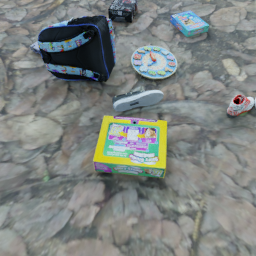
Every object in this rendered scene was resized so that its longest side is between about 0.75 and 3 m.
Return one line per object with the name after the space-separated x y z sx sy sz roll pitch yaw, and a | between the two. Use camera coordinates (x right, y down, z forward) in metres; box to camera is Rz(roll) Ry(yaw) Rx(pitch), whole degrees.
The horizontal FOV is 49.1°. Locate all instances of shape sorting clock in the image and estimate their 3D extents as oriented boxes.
1.022 -2.588 10.874 1.802 0.353 1.802 0 56 -1 | shape sorting clock

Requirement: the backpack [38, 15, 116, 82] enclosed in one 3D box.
-1.834 -2.847 10.119 2.474 2.258 1.664 2 40 16 | backpack

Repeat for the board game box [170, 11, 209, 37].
2.811 -4.818 12.890 1.133 0.335 1.489 -19 52 -16 | board game box

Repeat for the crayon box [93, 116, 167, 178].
0.128 0.513 8.227 1.982 0.578 1.710 5 51 4 | crayon box

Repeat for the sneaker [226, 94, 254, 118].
3.848 -0.861 9.314 1.286 0.689 0.429 -29 55 -22 | sneaker

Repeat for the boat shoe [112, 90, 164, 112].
0.319 -1.035 9.526 1.770 0.608 0.501 -14 53 -9 | boat shoe

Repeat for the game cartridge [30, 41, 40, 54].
-3.023 -3.304 11.606 1.786 0.343 1.158 27 51 25 | game cartridge

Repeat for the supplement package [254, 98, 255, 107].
4.981 -0.840 9.302 1.238 0.678 0.704 1 50 2 | supplement package

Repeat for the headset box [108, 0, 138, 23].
-0.199 -5.797 13.554 1.157 0.584 1.556 10 50 8 | headset box
